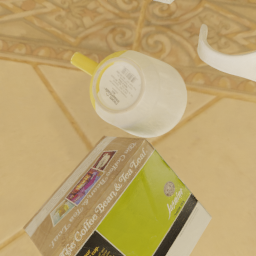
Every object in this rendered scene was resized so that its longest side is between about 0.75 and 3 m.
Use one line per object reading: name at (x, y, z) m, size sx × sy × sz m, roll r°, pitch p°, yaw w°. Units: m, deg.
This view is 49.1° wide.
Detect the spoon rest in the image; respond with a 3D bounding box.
spoon rest at (2.609, -1.318, 5.349) m, size 2.701 × 1.342 × 0.819 m, roll 17°, pitch 58°, yaw 19°

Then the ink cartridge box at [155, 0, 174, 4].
ink cartridge box at (1.153, -4.695, 7.675) m, size 1.985 × 1.442 × 1.435 m, roll -44°, pitch 45°, yaw -4°

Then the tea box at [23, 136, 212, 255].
tea box at (-0.120, 1.678, 4.990) m, size 2.265 × 1.514 × 2.228 m, roll -49°, pitch 115°, yaw -22°

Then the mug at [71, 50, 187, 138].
mug at (-0.062, -0.712, 5.861) m, size 2.295 × 1.884 × 1.838 m, roll -1°, pitch 89°, yaw 21°
